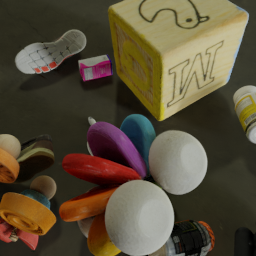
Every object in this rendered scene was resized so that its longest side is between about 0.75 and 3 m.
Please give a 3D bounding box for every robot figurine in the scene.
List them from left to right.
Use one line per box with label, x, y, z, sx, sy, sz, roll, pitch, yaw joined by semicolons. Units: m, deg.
robot figurine;3.337;2.605;5.182;2.124;1.764;2.827;27;49;-12

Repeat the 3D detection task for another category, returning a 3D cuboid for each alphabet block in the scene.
alphabet block;1.332;-2.354;8.380;2.755;2.705;2.691;-30;57;-15

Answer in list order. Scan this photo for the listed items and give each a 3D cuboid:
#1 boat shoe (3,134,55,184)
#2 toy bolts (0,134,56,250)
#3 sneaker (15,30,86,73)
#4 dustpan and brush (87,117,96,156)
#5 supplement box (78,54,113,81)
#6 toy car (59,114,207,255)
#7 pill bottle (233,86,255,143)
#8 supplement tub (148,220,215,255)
boat shoe;-2.527;0.784;6.786;2.224;0.814;0.721;-21;49;30
toy bolts;-2.082;1.327;5.863;2.225;2.329;1.615;8;48;18
sneaker;-2.722;-2.603;9.994;2.615;1.008;1.071;-29;14;-21
dustpan and brush;-0.754;0.175;8.001;1.190;0.488;1.705;-14;56;-27
supplement box;-1.120;-2.084;9.678;1.062;0.549;0.537;-14;48;-13
toy car;-0.137;0.926;5.734;2.239;2.613;2.985;46;60;-9
pill bottle;3.600;-0.426;7.927;0.924;0.924;1.618;-1;44;0
supplement tub;1.107;2.395;5.864;1.324;0.811;0.811;-1;49;-28
